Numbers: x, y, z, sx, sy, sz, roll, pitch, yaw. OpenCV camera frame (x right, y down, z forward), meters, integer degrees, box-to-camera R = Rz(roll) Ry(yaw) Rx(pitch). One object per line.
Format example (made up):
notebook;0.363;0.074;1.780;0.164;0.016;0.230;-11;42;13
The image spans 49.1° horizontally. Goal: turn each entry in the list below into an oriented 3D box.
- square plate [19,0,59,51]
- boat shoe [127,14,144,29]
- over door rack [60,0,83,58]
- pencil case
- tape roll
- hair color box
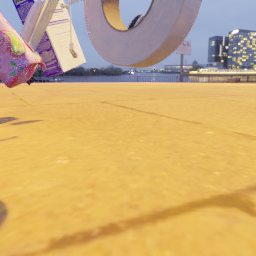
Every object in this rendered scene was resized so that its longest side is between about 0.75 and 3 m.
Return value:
square plate;-2.610;-2.857;7.936;0.344;2.393;2.415;28;31;-18
boat shoe;0.204;-3.979;11.339;0.433;1.434;0.542;34;-10;43
over door rack;-1.137;-3.532;8.665;1.714;2.319;0.773;-11;-13;11
pencil case;-2.451;-1.691;5.089;0.888;2.032;0.888;-38;8;6
tape roll;0.125;-2.043;4.268;0.408;2.235;2.235;-6;12;-44
hair color box;-2.769;-3.503;10.038;0.972;2.998;1.639;-8;21;27
